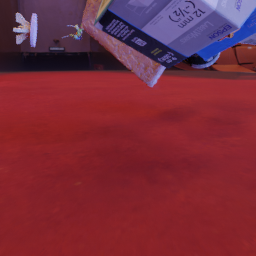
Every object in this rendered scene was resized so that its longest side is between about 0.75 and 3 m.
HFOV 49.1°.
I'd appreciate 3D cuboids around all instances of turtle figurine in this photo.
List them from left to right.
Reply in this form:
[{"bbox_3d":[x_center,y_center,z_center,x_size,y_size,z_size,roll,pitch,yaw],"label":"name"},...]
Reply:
[{"bbox_3d":[-2.237,-4.138,11.868,0.860,0.619,0.834,18,44,10],"label":"turtle figurine"}]

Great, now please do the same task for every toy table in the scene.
[{"bbox_3d":[-2.598,-2.512,7.134,0.473,0.807,0.742,5,13,-11],"label":"toy table"}]

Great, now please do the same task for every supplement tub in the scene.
[{"bbox_3d":[2.461,-3.232,9.750,1.436,1.436,2.343,5,-16,20],"label":"supplement tub"}]

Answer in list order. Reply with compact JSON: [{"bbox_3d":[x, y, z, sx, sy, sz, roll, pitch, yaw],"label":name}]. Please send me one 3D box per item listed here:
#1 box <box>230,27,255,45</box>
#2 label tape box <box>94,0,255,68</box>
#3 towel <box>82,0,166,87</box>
[{"bbox_3d":[3.993,-3.211,8.148,1.429,1.230,1.436,1,0,-16],"label":"box"},{"bbox_3d":[0.931,-1.789,4.705,2.517,0.832,1.803,26,-19,-22],"label":"label tape box"},{"bbox_3d":[0.063,-2.629,7.004,0.442,2.740,2.617,-43,-7,-31],"label":"towel"}]
